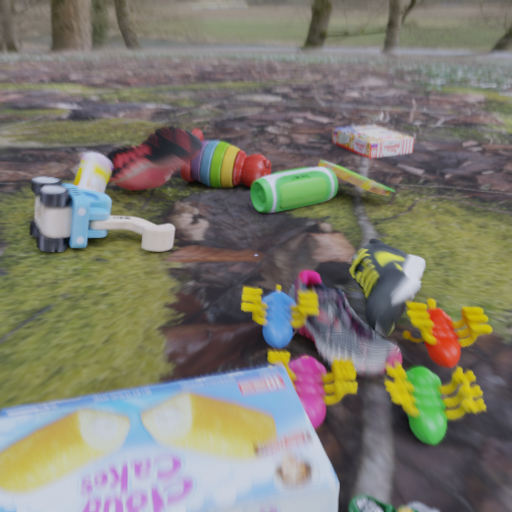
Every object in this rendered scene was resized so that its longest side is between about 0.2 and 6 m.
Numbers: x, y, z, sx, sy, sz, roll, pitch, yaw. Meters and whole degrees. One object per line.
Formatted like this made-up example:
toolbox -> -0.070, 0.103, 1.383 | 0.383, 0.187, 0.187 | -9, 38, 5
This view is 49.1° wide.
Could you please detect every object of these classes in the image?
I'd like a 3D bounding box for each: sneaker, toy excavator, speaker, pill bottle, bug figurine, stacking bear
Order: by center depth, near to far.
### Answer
bug figurine -> 1.126, 1.058, 6.029 | 2.726, 0.701, 2.114 | 6, 31, 4
sneaker -> 0.936, 0.765, 6.489 | 0.720, 0.666, 1.785 | 3, 19, -40
sneaker -> 1.557, 0.344, 7.183 | 0.903, 0.794, 2.134 | 31, 20, 11
toy excavator -> -2.619, -0.617, 9.463 | 2.045, 1.021, 1.988 | -3, 23, -30
pill bottle -> -3.142, -1.338, 10.579 | 0.574, 0.574, 1.102 | 5, 65, 12
speaker -> 0.760, -1.309, 11.068 | 1.688, 0.747, 0.747 | -14, 28, -28
sneaker -> -2.019, -1.927, 11.522 | 2.335, 1.013, 0.861 | -12, 63, 24
stacking bear -> -0.599, -1.960, 12.236 | 1.885, 1.144, 1.072 | 12, 33, 9

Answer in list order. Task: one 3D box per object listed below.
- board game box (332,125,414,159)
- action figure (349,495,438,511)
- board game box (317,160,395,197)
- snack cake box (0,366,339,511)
board game box -> 3.185, -3.189, 15.452 | 1.417, 0.433, 1.871 | -10, 27, -21
action figure -> 1.509, 2.212, 3.786 | 2.041, 0.558, 1.206 | 16, 32, 37
board game box -> 2.047, -1.569, 11.458 | 0.744, 0.234, 1.558 | 7, 18, -46
snack cake box -> -0.744, 1.753, 4.364 | 2.432, 0.817, 1.399 | -6, 25, -13
